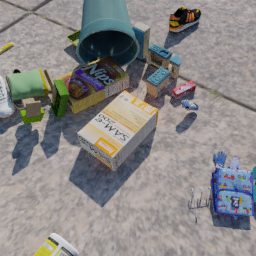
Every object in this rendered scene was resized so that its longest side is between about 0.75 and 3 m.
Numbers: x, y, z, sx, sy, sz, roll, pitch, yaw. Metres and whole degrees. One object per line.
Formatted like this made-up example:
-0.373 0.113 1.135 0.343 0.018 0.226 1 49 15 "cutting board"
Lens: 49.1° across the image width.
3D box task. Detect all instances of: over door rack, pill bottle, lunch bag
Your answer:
2.534 2.507 9.504 0.699 0.315 0.946 -5 69 -4 "over door rack"
-2.360 4.048 7.897 1.052 1.052 1.871 29 59 19 "pill bottle"
3.545 2.266 9.500 1.212 0.757 1.610 6 66 1 "lunch bag"

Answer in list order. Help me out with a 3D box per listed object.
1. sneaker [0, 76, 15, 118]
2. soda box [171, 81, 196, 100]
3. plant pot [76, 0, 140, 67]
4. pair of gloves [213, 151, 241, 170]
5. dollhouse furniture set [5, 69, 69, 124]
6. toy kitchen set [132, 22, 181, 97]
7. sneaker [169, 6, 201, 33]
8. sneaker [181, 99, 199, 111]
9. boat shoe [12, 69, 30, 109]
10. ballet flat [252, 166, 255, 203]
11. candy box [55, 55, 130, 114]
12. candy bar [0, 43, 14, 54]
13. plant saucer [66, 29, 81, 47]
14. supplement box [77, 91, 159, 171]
-5.528 -1.459 11.779 0.916 1.218 2.446 -24 59 -17 "sneaker"
2.492 -1.697 12.474 1.099 0.348 0.385 -27 57 -18 "soda box"
-0.996 -4.565 12.752 2.769 2.769 2.712 -5 66 -4 "plant pot"
3.687 1.304 10.459 1.057 0.120 0.850 20 55 12 "pair of gloves"
-3.813 -1.761 11.491 1.814 1.390 2.769 -13 58 -29 "dollhouse furniture set"
0.858 -3.135 12.731 2.754 1.622 2.206 34 61 23 "toy kitchen set"
3.140 -6.116 15.128 2.431 1.094 0.850 -37 51 -23 "sneaker"
2.559 -0.874 11.622 0.989 0.375 0.381 18 67 -32 "sneaker"
-4.801 -1.742 12.340 0.748 0.620 2.083 -12 55 -9 "boat shoe"
4.663 1.983 9.765 0.534 0.534 1.489 12 55 8 "ballet flat"
-1.542 -1.990 12.348 2.820 0.796 1.646 -29 63 -19 "candy box"
-6.335 -4.037 14.304 0.295 0.131 1.183 28 59 23 "candy bar"
-2.060 -4.517 14.485 1.663 0.398 1.661 -36 62 -23 "plant saucer"
-0.323 0.020 10.807 1.755 1.024 2.784 32 61 22 "supplement box"
